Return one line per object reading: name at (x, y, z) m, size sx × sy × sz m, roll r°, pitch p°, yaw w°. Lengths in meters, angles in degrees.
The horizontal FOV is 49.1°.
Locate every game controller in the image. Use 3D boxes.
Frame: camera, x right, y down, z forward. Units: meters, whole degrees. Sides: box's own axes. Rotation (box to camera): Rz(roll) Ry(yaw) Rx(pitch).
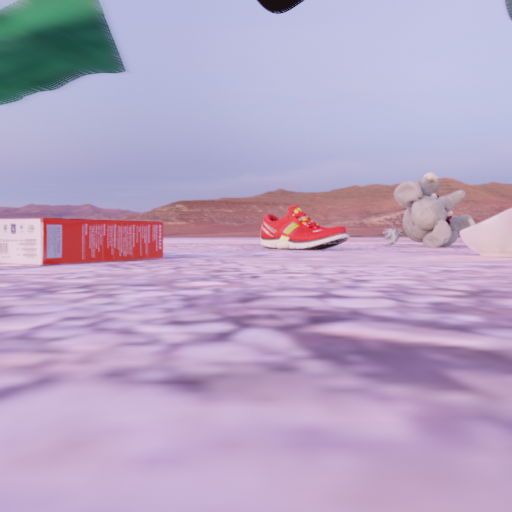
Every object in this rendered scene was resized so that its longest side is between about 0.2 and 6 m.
game controller at (0.009, -3.498, 6.016) m, size 0.946 × 0.382 × 1.813 m, roll -28°, pitch -52°, yaw 28°

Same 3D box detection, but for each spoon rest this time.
spoon rest at (3.516, -0.316, 7.410) m, size 1.198 × 0.731 × 2.411 m, roll 0°, pitch 3°, yaw 3°

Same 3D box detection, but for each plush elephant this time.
plush elephant at (4.170, -1.038, 13.287) m, size 2.232 × 1.838 × 1.728 m, roll -29°, pitch -7°, yaw -10°

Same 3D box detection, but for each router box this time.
router box at (-2.524, -0.195, 6.953) m, size 2.049 × 0.501 × 1.839 m, roll 1°, pitch 3°, yaw 32°

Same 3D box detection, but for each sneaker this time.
sneaker at (0.884, -0.573, 11.338) m, size 2.147 × 0.912 × 0.827 m, roll 2°, pitch 3°, yaw 42°

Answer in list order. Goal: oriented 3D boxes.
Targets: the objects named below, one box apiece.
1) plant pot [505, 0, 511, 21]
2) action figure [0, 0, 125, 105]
plant pot at (3.282, -2.762, 5.447) m, size 1.146 × 1.146 × 1.122 m, roll -1°, pitch 20°, yaw -29°
action figure at (-2.469, -1.857, 5.209) m, size 2.246 × 0.614 × 1.327 m, roll -22°, pitch -21°, yaw -7°
